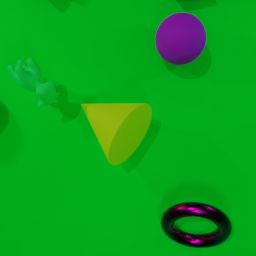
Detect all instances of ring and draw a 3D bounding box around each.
[{"bbox_3d":[1.478,2.152,6.148,1.525,1.525,0.305,14,41,2],"label":"ring"}]

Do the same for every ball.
[{"bbox_3d":[1.241,-2.099,6.635,1.186,1.186,1.186,0,83,0],"label":"ball"}]

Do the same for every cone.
[{"bbox_3d":[-0.529,-0.208,6.531,1.560,1.554,1.554,31,84,23],"label":"cone"}]

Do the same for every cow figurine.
[{"bbox_3d":[-2.128,-0.995,6.371,0.622,1.134,1.116,-43,124,-29],"label":"cow figurine"}]
